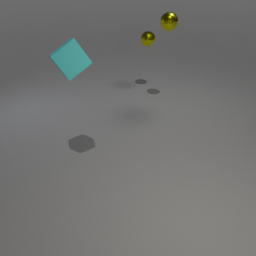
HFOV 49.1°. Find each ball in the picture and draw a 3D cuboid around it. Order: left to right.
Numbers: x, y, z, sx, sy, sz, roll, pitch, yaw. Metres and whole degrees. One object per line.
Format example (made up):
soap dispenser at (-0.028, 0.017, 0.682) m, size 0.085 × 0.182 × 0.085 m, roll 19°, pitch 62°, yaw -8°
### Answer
ball at (0.936, -4.165, 13.111) m, size 0.700 × 0.700 × 0.700 m, roll 0°, pitch 30°, yaw 0°
ball at (1.596, -4.134, 10.874) m, size 0.700 × 0.700 × 0.700 m, roll 0°, pitch 30°, yaw 0°

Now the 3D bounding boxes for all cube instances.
cube at (-1.392, -1.656, 6.730) m, size 0.700 × 0.700 × 0.700 m, roll -39°, pitch 23°, yaw -2°
